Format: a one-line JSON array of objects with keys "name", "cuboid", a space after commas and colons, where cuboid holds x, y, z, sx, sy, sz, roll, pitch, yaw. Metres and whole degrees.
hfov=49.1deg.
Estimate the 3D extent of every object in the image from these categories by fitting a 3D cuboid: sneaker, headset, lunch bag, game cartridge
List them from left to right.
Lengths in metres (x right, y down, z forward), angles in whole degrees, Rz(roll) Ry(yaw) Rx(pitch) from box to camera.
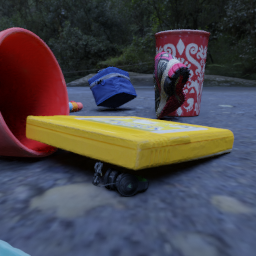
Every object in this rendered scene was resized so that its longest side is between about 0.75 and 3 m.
[{"name": "lunch bag", "cuboid": [-0.722, -1.762, 11.963, 1.414, 1.377, 2.081, -26, -13, 24]}, {"name": "headset", "cuboid": [-0.093, 0.590, 3.375, 0.803, 0.377, 0.496, 6, 2, -44]}, {"name": "game cartridge", "cuboid": [0.078, 0.094, 4.903, 2.569, 0.473, 2.914, 10, 6, 39]}, {"name": "sneaker", "cuboid": [1.256, -1.262, 8.819, 1.047, 2.598, 0.970, -28, 62, -19]}]

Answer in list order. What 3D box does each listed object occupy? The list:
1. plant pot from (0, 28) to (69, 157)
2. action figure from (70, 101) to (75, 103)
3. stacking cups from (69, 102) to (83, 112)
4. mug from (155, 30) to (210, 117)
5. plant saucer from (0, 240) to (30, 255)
[{"name": "plant pot", "cuboid": [-2.418, -0.450, 4.988, 1.956, 2.211, 2.211, -8, 8, 16]}, {"name": "action figure", "cuboid": [-2.445, -0.938, 12.517, 0.264, 0.401, 0.810, -1, 32, -25]}, {"name": "stacking cups", "cuboid": [-2.461, -0.788, 11.212, 0.498, 0.498, 1.648, 6, 7, 32]}, {"name": "mug", "cuboid": [2.114, -2.001, 10.649, 1.955, 2.931, 2.602, 7, 11, 33]}, {"name": "plant saucer", "cuboid": [-0.534, 0.687, 0.101, 2.468, 0.444, 2.468, 29, -5, 3]}]
